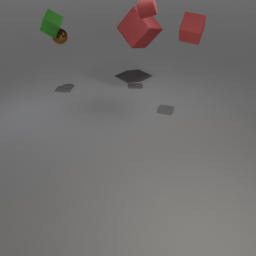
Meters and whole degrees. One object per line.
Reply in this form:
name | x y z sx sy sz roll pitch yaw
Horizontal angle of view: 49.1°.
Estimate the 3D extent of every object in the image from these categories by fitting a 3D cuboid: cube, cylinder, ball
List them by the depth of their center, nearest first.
cube | 2.130 -3.303 9.301 0.700 0.700 0.700 17 80 13
cylinder | 0.788 -4.934 11.530 0.700 0.700 0.700 -11 29 15
cube | -3.202 -4.362 11.711 0.700 0.700 0.700 23 54 -18
ball | -3.094 -4.163 12.718 0.700 0.700 0.700 0 31 0
cube | 0.593 -5.008 14.069 1.400 1.400 1.400 55 35 8
